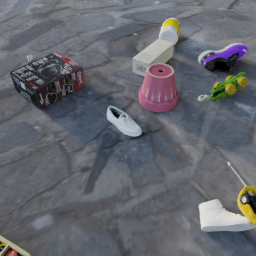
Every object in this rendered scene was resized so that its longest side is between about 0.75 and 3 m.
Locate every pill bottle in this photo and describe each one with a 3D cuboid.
[{"bbox_3d":[2.284,-5.229,15.096,0.999,0.999,1.829,9,45,9],"label":"pill bottle"}]

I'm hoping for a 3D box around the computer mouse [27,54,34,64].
[{"bbox_3d":[-4.759,-3.349,13.779,0.431,0.172,0.785,-22,54,-14],"label":"computer mouse"}]

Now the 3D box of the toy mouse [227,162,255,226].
[{"bbox_3d":[4.170,2.347,7.515,2.665,0.580,2.998,5,48,-22],"label":"toy mouse"}]

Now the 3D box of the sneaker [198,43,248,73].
[{"bbox_3d":[4.674,-3.151,13.158,2.512,0.873,1.249,-18,52,-11],"label":"sneaker"}]

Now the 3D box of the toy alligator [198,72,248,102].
[{"bbox_3d":[3.965,-1.530,11.621,2.645,0.636,0.877,-29,24,-16],"label":"toy alligator"}]

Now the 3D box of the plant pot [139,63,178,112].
[{"bbox_3d":[1.238,-1.686,11.152,1.612,1.443,1.612,0,44,0],"label":"plant pot"}]

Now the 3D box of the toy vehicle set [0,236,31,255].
[{"bbox_3d":[-3.693,3.762,6.335,1.682,0.359,2.707,19,47,19],"label":"toy vehicle set"}]

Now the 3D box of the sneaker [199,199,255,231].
[{"bbox_3d":[2.699,2.338,7.667,1.477,0.544,0.854,0,47,2],"label":"sneaker"}]

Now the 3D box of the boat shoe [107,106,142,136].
[{"bbox_3d":[-0.183,-0.271,10.338,1.658,0.542,0.610,30,52,27],"label":"boat shoe"}]

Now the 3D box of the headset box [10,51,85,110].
[{"bbox_3d":[-3.265,-2.158,11.936,1.953,1.013,2.624,34,52,29],"label":"headset box"}]

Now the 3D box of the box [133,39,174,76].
[{"bbox_3d":[1.223,-3.367,13.335,0.952,0.792,2.318,27,50,25],"label":"box"}]
